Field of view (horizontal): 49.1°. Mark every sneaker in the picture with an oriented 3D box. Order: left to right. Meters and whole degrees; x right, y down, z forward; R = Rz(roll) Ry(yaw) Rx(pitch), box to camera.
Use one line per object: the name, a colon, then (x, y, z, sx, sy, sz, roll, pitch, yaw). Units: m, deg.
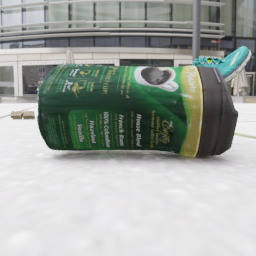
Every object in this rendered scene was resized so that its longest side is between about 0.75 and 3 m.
sneaker: (1.280, -0.905, 4.450, 1.359, 0.541, 0.527, -29, 16, 14)

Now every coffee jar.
coffee jar: (0.138, -0.258, 3.654, 2.342, 0.999, 1.221, 2, 34, 5)

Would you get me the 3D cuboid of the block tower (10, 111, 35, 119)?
block tower: (-3.697, -0.454, 9.886, 0.824, 0.238, 0.222, 1, -37, -4)
